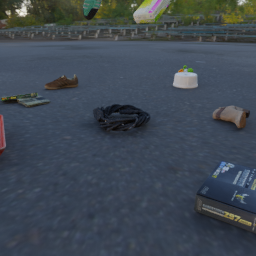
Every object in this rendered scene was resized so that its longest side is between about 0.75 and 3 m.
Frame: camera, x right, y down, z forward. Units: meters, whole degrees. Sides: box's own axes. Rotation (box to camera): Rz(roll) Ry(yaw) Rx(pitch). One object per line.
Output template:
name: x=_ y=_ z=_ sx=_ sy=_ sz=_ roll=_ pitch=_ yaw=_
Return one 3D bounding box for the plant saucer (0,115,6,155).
plant saucer: x=-4.576 y=0.423 z=7.117 sx=2.715 sy=0.498 sz=2.710 roll=-10 pitch=23 yaw=-22

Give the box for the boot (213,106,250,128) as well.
boot: x=3.369 y=-0.379 z=9.312 sx=1.083 sy=0.520 sz=1.482 roll=6 pitch=20 yaw=32

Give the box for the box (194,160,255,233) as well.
box: x=2.094 y=1.200 z=5.209 sx=1.242 sy=0.402 sz=1.575 roll=15 pitch=26 yaw=31

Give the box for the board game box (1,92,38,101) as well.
board game box: x=-4.597 y=-1.328 z=11.842 sx=1.434 sy=0.168 sz=0.751 roll=-12 pitch=9 yaw=-23

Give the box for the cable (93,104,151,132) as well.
cable: x=-0.141 y=-0.310 z=9.145 sx=1.742 sy=0.542 sz=2.135 roll=-4 pitch=19 yaw=-23

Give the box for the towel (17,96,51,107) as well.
towel: x=-3.885 y=-1.086 z=11.548 sx=1.065 sy=0.184 sz=1.025 roll=-15 pitch=28 yaw=-40

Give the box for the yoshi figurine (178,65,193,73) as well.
yoshi figurine: x=3.567 y=-3.403 z=16.951 sx=0.672 sy=0.674 sz=1.200 roll=28 pitch=29 yaw=23

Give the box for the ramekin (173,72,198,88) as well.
ramekin: x=2.993 y=-2.496 z=14.514 sx=1.271 sy=0.620 sz=1.271 roll=0 pitch=21 yaw=0

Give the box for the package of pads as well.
package of pads: x=0.809 y=-4.145 z=9.769 sx=0.898 sy=0.396 sz=1.162 roll=13 pitch=58 yaw=37

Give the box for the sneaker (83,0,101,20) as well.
sneaker: x=-1.226 y=-4.966 z=10.888 sx=0.645 sy=1.735 sz=0.759 roll=17 pitch=2 yaw=10

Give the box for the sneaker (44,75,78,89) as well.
sneaker: x=-3.353 y=-2.340 z=14.073 sx=1.698 sy=0.641 sz=0.598 roll=-10 pitch=23 yaw=-25
